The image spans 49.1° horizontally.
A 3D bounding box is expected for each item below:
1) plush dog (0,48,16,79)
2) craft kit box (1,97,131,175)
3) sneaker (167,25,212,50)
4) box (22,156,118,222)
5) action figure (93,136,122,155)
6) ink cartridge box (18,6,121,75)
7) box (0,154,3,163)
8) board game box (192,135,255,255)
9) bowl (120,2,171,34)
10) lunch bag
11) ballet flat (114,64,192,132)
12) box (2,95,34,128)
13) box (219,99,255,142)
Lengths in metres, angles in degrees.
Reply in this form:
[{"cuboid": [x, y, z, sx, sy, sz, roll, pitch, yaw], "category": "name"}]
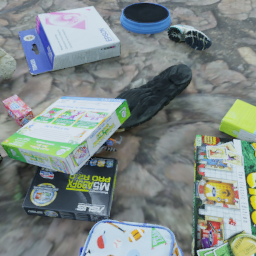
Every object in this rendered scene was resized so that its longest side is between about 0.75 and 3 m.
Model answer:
[{"cuboid": [-4.440, -1.882, 8.023, 1.841, 1.477, 1.581, 30, 77, 25], "category": "plush dog"}, {"cuboid": [-1.332, 0.018, 6.142, 2.075, 0.503, 2.049, 7, 36, 36], "category": "craft kit box"}, {"cuboid": [2.203, -3.229, 9.623, 1.637, 0.635, 0.706, 32, 52, 26], "category": "sneaker"}, {"cuboid": [-1.092, 1.162, 5.677, 1.641, 0.363, 1.315, 5, 47, 5], "category": "box"}, {"cuboid": [-0.545, 0.402, 6.097, 0.910, 0.492, 0.941, -15, 18, -41], "category": "action figure"}, {"cuboid": [-2.107, -3.120, 9.528, 2.939, 0.636, 2.885, -17, 50, -17], "category": "ink cartridge box"}, {"cuboid": [-3.029, 0.826, 5.601, 0.237, 0.940, 1.315, 6, 47, 5], "category": "box"}, {"cuboid": [2.072, 1.406, 5.488, 1.570, 0.352, 2.997, 8, 48, 5], "category": "board game box"}, {"cuboid": [0.682, -4.262, 10.744, 1.959, 0.385, 1.959, 0, 47, 0], "category": "bowl"}, {"cuboid": [-0.101, 2.382, 4.126, 1.666, 0.786, 2.079, -4, 42, 25], "category": "lunch bag"}, {"cuboid": [0.556, -0.713, 7.351, 2.968, 0.843, 0.986, -33, 76, -20], "category": "ballet flat"}, {"cuboid": [-2.772, -0.422, 7.126, 0.400, 0.417, 0.838, -35, 56, -28], "category": "box"}, {"cuboid": [3.177, -0.008, 6.757, 1.617, 0.385, 0.986, 29, 53, 24], "category": "box"}]
